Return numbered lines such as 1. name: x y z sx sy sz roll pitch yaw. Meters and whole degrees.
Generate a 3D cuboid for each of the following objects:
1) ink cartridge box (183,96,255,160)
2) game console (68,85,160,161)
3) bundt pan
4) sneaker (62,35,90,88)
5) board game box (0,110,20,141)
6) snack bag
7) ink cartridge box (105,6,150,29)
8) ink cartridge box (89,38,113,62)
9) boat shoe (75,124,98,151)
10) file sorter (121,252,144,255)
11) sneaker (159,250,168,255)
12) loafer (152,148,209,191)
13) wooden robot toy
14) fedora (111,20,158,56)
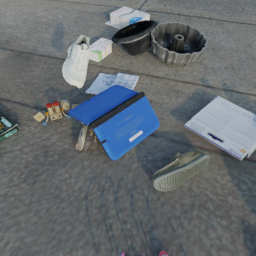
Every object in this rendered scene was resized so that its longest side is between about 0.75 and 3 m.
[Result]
1. ink cartridge box: 3.953 0.028 11.174 2.627 0.533 2.622 -35 54 -30
2. game console: -0.522 -0.346 11.240 2.771 2.366 1.640 -35 12 -30
3. bundt pan: 2.631 -4.423 15.109 3.026 1.136 3.026 4 51 -5
4. sneaker: -1.654 -2.270 9.342 0.804 0.867 2.140 19 50 -29
5. board game box: -5.950 -0.176 11.509 2.606 0.367 1.762 32 53 29
6. snack bag: -0.716 -2.103 13.441 2.139 0.229 2.016 10 41 13
7. ink cartridge box: -0.090 -7.048 18.124 2.617 0.873 1.516 29 51 26
8. ink cartridge box: -1.550 -4.380 15.640 0.958 0.551 1.636 23 49 22
9. boat shoe: -1.439 0.073 11.051 0.873 0.887 2.382 20 41 -11
10. file sorter: 0.769 3.957 6.607 2.160 1.355 1.501 6 44 6
11. sneaker: 1.038 3.591 7.582 0.297 0.350 0.806 3 22 -6
12. loafer: 1.728 1.396 9.666 2.367 0.890 0.824 -19 39 -28
13. wooden robot toy: -3.075 -0.851 11.945 1.964 0.865 0.891 -18 36 -18
14. fedora: 0.496 -4.796 15.276 2.853 1.303 2.853 -16 32 10
